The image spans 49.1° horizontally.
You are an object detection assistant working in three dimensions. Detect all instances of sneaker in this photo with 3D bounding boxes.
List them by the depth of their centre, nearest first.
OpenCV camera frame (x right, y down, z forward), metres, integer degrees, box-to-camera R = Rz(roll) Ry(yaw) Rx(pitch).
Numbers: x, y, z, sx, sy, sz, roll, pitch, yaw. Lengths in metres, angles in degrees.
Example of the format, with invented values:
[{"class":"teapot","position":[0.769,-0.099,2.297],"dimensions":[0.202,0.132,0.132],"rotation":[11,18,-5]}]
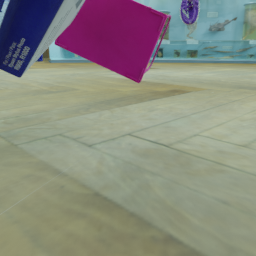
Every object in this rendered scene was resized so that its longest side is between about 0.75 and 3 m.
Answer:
[{"class":"sneaker","position":[1.791,-3.757,8.060],"dimensions":[0.599,1.486,0.620],"rotation":[6,18,13]}]

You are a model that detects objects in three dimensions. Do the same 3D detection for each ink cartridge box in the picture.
[{"class":"ink cartridge box","position":[-1.025,-1.871,3.954],"dimensions":[2.610,0.531,2.615],"rotation":[-37,22,45]}]

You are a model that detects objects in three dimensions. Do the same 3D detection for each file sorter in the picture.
[{"class":"file sorter","position":[-0.268,-2.248,6.370],"dimensions":[2.115,1.470,1.326],"rotation":[26,27,6]}]

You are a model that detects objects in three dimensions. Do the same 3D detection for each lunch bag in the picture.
[{"class":"lunch bag","position":[-3.263,-2.980,6.821],"dimensions":[2.202,2.591,1.604],"rotation":[-2,-20,4]}]
